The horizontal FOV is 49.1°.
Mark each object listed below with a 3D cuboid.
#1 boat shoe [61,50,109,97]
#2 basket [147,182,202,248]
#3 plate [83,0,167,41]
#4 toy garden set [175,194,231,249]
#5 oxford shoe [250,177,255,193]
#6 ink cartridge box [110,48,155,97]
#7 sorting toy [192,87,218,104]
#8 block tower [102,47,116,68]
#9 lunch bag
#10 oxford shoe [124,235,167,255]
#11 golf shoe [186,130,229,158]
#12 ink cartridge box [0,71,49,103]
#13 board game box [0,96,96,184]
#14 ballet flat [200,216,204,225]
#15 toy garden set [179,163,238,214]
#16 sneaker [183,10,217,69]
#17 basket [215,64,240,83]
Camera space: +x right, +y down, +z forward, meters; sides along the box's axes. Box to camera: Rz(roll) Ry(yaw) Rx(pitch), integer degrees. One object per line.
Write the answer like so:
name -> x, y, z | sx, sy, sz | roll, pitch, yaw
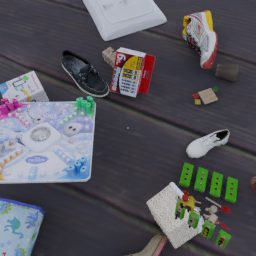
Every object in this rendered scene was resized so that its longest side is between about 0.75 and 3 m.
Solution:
boat shoe -> -1.647, -2.120, 10.441 | 0.909, 0.807, 2.434 | -36, 68, -17
basket -> 1.292, 2.428, 7.763 | 0.979, 1.217, 1.206 | -32, 45, -9
plate -> -0.205, -5.372, 12.305 | 2.974, 0.481, 2.968 | -21, 65, -10
toy garden set -> 1.320, 1.729, 5.116 | 1.101, 0.918, 0.220 | 30, 57, 27
oxford shoe -> 4.593, 2.060, 8.515 | 1.813, 0.638, 0.678 | 41, 46, 17
ink cartridge box -> 0.164, -1.930, 9.932 | 1.307, 1.489, 0.624 | 14, 29, 7
sorting toy -> 2.884, -1.123, 10.280 | 1.113, 0.188, 0.537 | -19, 64, -10
block tower -> -0.313, -2.466, 10.836 | 0.455, 0.425, 1.573 | -39, 70, -17
lunch bag -> -3.521, 2.821, 7.666 | 1.970, 1.255, 1.675 | 14, 63, -3
oxford shoe -> -0.039, 3.691, 7.419 | 2.616, 0.922, 0.978 | -40, 65, -19
golf shoe -> 2.617, 0.439, 9.172 | 1.550, 0.753, 0.607 | -27, 68, -11
ink cartridge box -> -3.619, -1.159, 9.858 | 1.311, 0.957, 0.962 | -27, 67, -13
board game box -> -2.341, 0.169, 7.497 | 2.797, 0.362, 2.797 | -1, 48, -1
ballet flat -> 1.844, 2.954, 8.133 | 0.993, 0.356, 0.356 | -34, 68, -15
toy garden set -> 2.379, 1.982, 8.550 | 1.716, 0.343, 1.431 | 18, 54, 7
sneaker -> 2.792, -3.435, 11.070 | 1.201, 1.138, 2.924 | -4, 54, 5
basket -> 3.735, -2.124, 10.610 | 0.780, 0.530, 0.703 | 13, 99, 14
